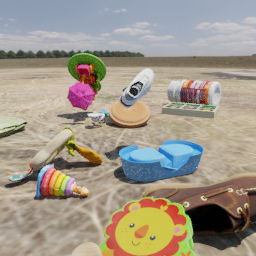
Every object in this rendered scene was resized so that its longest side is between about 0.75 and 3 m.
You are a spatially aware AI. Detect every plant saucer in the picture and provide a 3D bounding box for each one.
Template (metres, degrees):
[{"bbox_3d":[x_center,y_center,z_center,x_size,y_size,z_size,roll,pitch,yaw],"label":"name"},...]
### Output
[{"bbox_3d":[0.073,-0.647,10.972,1.628,0.263,1.628,2,44,-2],"label":"plant saucer"}]

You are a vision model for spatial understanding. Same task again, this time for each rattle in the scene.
[{"bbox_3d":[-1.694,0.939,6.623,1.202,1.319,1.846,-25,16,37],"label":"rattle"}]

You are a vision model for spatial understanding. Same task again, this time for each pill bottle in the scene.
[{"bbox_3d":[3.358,-1.771,14.364,2.479,1.358,1.358,12,19,37],"label":"pill bottle"}]

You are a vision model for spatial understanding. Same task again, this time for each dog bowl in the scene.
[{"bbox_3d":[0.813,0.768,6.755,2.119,0.525,1.181,-6,17,-23],"label":"dog bowl"}]

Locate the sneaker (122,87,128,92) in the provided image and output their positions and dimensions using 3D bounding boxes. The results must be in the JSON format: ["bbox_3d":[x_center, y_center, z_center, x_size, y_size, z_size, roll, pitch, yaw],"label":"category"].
[{"bbox_3d":[0.480,-2.534,18.462,1.652,0.618,0.877,-6,19,-15],"label":"sneaker"}]

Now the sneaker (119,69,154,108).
[{"bbox_3d":[0.335,-1.142,7.491,0.549,0.579,1.438,34,60,0],"label":"sneaker"}]

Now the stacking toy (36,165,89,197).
[{"bbox_3d":[-1.262,1.155,5.581,1.022,0.561,0.593,15,15,7],"label":"stacking toy"}]

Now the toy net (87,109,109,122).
[{"bbox_3d":[-0.967,-0.452,11.066,0.974,0.358,1.856,5,12,14],"label":"toy net"}]

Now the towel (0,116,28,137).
[{"bbox_3d":[-5.109,-0.105,9.980,2.567,0.468,1.905,7,17,23],"label":"towel"}]

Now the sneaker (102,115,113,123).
[{"bbox_3d":[-0.611,-0.385,11.405,0.860,0.317,0.497,5,9,14],"label":"sneaker"}]

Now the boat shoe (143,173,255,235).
[{"bbox_3d":[1.447,1.295,4.372,2.423,0.853,0.852,-8,18,-1],"label":"boat shoe"}]

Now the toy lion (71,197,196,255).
[{"bbox_3d":[0.229,1.494,3.308,1.532,0.549,1.598,-31,30,-27],"label":"toy lion"}]

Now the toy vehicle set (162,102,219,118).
[{"bbox_3d":[2.916,-0.850,12.994,2.337,0.310,1.452,7,17,23],"label":"toy vehicle set"}]

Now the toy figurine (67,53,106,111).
[{"bbox_3d":[-1.819,-1.552,11.595,1.673,2.228,2.051,2,54,7],"label":"toy figurine"}]
